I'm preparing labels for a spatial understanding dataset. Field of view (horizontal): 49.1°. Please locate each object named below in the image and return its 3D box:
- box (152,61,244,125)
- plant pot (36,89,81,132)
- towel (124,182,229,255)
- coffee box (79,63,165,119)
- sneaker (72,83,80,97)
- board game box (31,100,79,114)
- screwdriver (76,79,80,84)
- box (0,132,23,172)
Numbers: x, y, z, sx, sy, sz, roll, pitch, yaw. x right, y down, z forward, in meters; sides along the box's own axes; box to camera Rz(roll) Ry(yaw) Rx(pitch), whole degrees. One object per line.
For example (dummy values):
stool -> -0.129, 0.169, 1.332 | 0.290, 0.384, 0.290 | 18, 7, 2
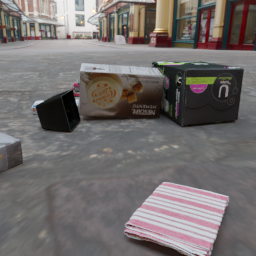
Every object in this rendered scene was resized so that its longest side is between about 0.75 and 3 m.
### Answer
box -> 2.000, -1.220, 8.778 | 1.876, 1.570, 2.526 | -5, 19, -15
plant pot -> -1.921, -0.440, 7.617 | 0.857, 0.966, 0.964 | -8, 18, 9
towel -> 0.729, 1.187, 3.842 | 1.065, 0.218, 1.455 | 10, 18, 26
coffee box -> -0.229, -1.114, 8.471 | 2.406, 1.376, 0.959 | 3, 26, -7
sneaker -> -1.651, -1.666, 11.740 | 1.446, 0.540, 0.583 | -17, 25, -41
board game box -> -2.399, -0.721, 9.381 | 1.461, 0.253, 0.922 | -3, 19, -8
screwdriver -> -2.360, -2.053, 13.326 | 0.357, 0.372, 2.559 | -4, 16, -13
box -> -3.439, 0.473, 5.410 | 2.196, 0.531, 1.739 | 13, 23, 34
